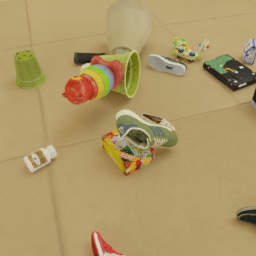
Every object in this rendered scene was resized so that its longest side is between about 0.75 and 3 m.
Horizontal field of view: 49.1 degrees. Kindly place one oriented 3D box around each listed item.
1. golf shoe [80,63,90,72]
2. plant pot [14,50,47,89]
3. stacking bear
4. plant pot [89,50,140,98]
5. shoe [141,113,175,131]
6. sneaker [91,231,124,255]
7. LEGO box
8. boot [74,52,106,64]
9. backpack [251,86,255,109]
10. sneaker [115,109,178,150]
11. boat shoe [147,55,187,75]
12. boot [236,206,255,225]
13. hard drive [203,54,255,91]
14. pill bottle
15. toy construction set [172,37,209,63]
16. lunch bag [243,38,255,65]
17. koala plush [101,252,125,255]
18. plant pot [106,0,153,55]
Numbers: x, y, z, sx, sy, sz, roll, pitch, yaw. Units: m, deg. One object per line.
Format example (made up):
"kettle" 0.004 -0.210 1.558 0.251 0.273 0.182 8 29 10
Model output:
"golf shoe" -1.503 -2.587 12.753 1.453 0.547 0.665 1 60 11
"plant pot" -4.385 -2.630 12.230 1.381 1.311 1.381 -1 45 1
"stacking bear" -1.303 -1.535 9.715 1.362 1.275 2.242 18 35 23
"plant pot" -0.596 -2.289 11.599 1.748 1.901 1.901 9 45 18
"shoe" 1.092 -0.188 10.442 1.405 0.375 0.491 22 49 20
"sneaker" -0.353 3.209 7.028 0.844 0.573 1.462 -12 58 -24
"LEGO box" -0.005 0.693 9.406 1.139 0.590 1.529 -26 50 -23
"boot" -1.846 -3.249 13.394 1.523 0.500 1.256 2 34 -4
"backpack" 5.961 -1.169 10.866 1.717 1.155 1.568 -17 47 -15
"sneaker" 0.627 0.325 8.818 2.367 0.794 1.062 25 38 -24
"boat shoe" 1.861 -3.036 13.124 1.927 0.674 0.639 20 40 18
"boot" 3.770 2.784 7.315 1.701 0.614 1.285 6 48 7
"hard drive" 4.673 -2.563 12.797 1.502 0.407 2.150 -21 49 -20
"pill bottle" -2.840 0.971 9.153 0.967 0.553 0.553 -30 52 -27
"toy construction set" 3.020 -3.920 13.908 1.921 0.885 1.259 14 45 29
"lunch bag" 5.900 -3.718 13.537 0.615 0.993 0.844 10 47 9
"koala plush" 0.427 3.597 5.540 2.579 2.287 2.370 13 35 13
"plant pot" -0.092 -4.398 13.549 2.383 2.383 2.544 6 59 6
